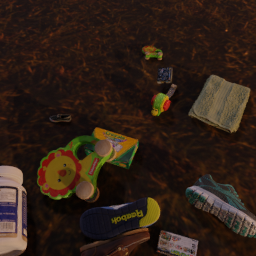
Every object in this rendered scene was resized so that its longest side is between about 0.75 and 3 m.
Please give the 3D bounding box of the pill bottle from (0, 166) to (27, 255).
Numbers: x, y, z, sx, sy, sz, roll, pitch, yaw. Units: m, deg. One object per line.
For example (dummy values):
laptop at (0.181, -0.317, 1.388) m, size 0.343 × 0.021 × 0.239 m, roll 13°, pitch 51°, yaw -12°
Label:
pill bottle at (-3.664, 2.403, 8.115) m, size 1.395 × 1.395 × 2.411 m, roll -10°, pitch 52°, yaw -7°

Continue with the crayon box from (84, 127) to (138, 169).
crayon box at (-0.576, 0.701, 9.988) m, size 1.683 × 0.490 × 0.999 m, roll 16°, pitch 54°, yaw 12°

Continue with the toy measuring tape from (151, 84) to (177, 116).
toy measuring tape at (1.507, -1.292, 11.395) m, size 0.765 × 0.765 × 2.080 m, roll 25°, pitch 57°, yaw 18°

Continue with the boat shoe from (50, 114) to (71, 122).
boat shoe at (-2.664, -0.429, 11.006) m, size 0.848 × 0.270 × 0.300 m, roll -1°, pitch 52°, yaw -1°

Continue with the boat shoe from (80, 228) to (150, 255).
boat shoe at (-0.304, 3.409, 7.811) m, size 2.021 × 0.711 × 0.711 m, roll -18°, pitch 56°, yaw -5°

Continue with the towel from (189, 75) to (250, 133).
towel at (3.789, -1.043, 11.346) m, size 1.961 × 0.482 × 2.643 m, roll 24°, pitch 56°, yaw 17°

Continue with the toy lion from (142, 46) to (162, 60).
toy lion at (1.165, -3.674, 13.523) m, size 0.971 × 0.333 × 0.931 m, roll 4°, pitch 45°, yaw 3°

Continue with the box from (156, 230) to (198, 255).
box at (1.421, 3.416, 8.090) m, size 1.100 × 0.191 × 0.605 m, roll 14°, pitch 54°, yaw 10°

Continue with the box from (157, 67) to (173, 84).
box at (1.557, -2.236, 11.860) m, size 0.597 × 0.173 × 0.751 m, roll -1°, pitch 61°, yaw 18°

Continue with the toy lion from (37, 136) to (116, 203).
toy lion at (-1.792, 1.277, 9.170) m, size 2.207 × 0.790 × 2.302 m, roll 17°, pitch 72°, yaw 19°

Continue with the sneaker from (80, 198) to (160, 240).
sneaker at (-0.202, 2.700, 8.277) m, size 2.493 × 1.025 × 0.922 m, roll -13°, pitch 72°, yaw 13°

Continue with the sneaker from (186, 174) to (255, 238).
sneaker at (3.095, 2.265, 8.549) m, size 2.507 × 0.972 × 1.143 m, roll 32°, pitch 55°, yaw 21°
